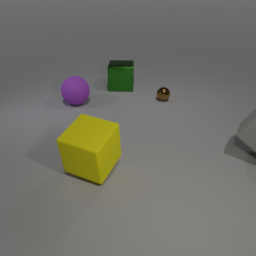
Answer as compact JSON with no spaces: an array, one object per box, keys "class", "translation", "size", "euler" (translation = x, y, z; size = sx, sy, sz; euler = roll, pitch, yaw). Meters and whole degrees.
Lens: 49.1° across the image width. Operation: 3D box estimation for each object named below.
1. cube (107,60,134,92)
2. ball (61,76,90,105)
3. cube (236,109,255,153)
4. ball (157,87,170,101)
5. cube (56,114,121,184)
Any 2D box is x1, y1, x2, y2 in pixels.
[{"class":"cube","translation":[-0.379,-2.955,15.791],"size":[1.400,1.400,1.400],"euler":[1,29,2]},{"class":"ball","translation":[-2.590,-1.849,13.809],"size":[1.400,1.400,1.400],"euler":[0,29,0]},{"class":"cube","translation":[4.741,0.036,9.424],"size":[1.400,1.400,1.400],"euler":[42,32,8]},{"class":"ball","translation":[1.820,-1.745,14.347],"size":[0.700,0.700,0.700],"euler":[0,29,0]},{"class":"cube","translation":[-1.154,0.624,8.771],"size":[1.400,1.400,1.400],"euler":[15,43,21]}]
